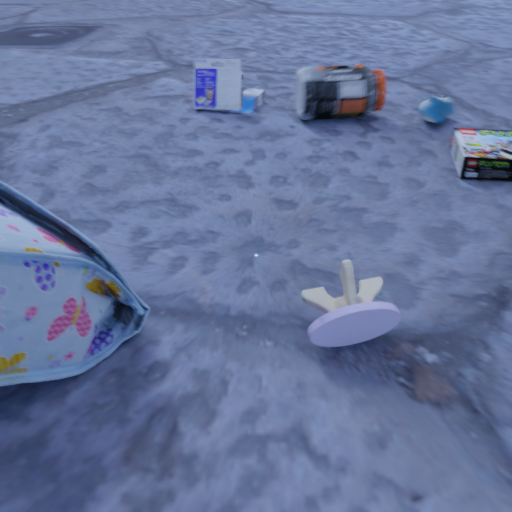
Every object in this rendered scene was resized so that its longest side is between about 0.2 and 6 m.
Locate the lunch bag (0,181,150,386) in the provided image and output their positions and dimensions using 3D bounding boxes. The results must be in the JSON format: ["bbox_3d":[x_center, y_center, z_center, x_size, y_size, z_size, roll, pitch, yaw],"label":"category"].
[{"bbox_3d":[-3.026,0.186,6.446,2.488,1.865,2.934,27,9,33],"label":"lunch bag"}]

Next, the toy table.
[{"bbox_3d":[1.127,0.623,6.896,1.140,1.048,0.668,-2,48,-17],"label":"toy table"}]

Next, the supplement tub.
[{"bbox_3d":[1.997,-3.919,13.428,1.999,1.224,1.224,-4,34,-6],"label":"supplement tub"}]

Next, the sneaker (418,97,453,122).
[{"bbox_3d":[4.127,-3.420,13.230,0.598,0.566,1.481,-7,10,41],"label":"sneaker"}]

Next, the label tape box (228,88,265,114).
[{"bbox_3d":[-0.284,-4.011,14.396,0.728,0.319,1.009,13,35,18],"label":"label tape box"}]

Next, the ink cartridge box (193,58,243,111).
[{"bbox_3d":[-0.937,-4.263,13.906,1.236,1.248,0.271,5,15,13],"label":"ink cartridge box"}]

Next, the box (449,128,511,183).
[{"bbox_3d":[5.462,-1.979,11.168,2.878,0.500,1.584,4,34,7],"label":"box"}]
